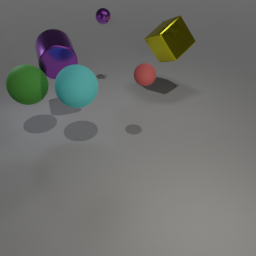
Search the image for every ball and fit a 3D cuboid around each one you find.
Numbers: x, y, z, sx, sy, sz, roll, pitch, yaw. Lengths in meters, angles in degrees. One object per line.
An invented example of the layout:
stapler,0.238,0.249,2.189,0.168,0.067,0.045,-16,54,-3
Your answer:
ball,-1.679,-1.352,9.151,1.400,1.400,1.400,0,33,0
ball,0.529,-1.671,8.767,0.700,0.700,0.700,0,33,0
ball,-1.147,-5.149,12.897,0.700,0.700,0.700,0,33,0
ball,-3.513,-1.511,9.819,1.400,1.400,1.400,0,33,0

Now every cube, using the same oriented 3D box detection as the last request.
cube,1.902,-4.009,12.800,1.400,1.400,1.400,-45,24,-13

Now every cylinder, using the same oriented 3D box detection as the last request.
cylinder,-2.720,-2.790,10.600,1.400,1.400,1.400,-10,45,-16
